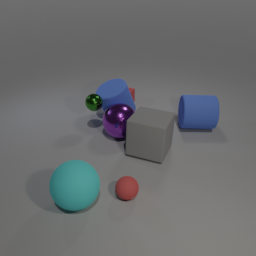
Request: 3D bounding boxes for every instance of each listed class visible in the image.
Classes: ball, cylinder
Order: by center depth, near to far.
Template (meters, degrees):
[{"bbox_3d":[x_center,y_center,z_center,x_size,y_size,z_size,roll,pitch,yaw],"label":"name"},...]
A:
[{"bbox_3d":[-1.490,1.602,7.883,1.400,1.400,1.400,0,30,0],"label":"ball"},{"bbox_3d":[-0.028,1.773,8.293,0.700,0.700,0.700,0,30,0],"label":"ball"},{"bbox_3d":[-1.346,-1.014,11.106,0.700,0.700,0.700,0,30,0],"label":"ball"},{"bbox_3d":[-0.314,-0.287,11.112,1.400,1.400,1.400,0,30,0],"label":"ball"},{"bbox_3d":[2.910,-0.671,11.696,1.400,1.400,1.400,2,30,0],"label":"cylinder"},{"bbox_3d":[-0.518,-1.215,12.337,1.400,1.400,1.400,-14,41,12],"label":"cylinder"}]

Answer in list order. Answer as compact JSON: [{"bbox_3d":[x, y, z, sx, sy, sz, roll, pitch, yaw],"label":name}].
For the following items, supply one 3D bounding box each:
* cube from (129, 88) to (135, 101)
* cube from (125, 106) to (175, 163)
[{"bbox_3d":[-0.104,-1.589,14.046,0.700,0.700,0.700,12,32,20],"label":"cube"},{"bbox_3d":[0.818,0.199,10.180,1.400,1.400,1.400,12,29,18],"label":"cube"}]
